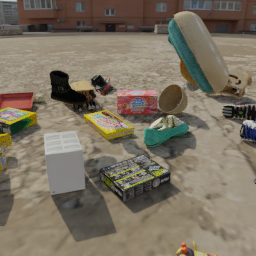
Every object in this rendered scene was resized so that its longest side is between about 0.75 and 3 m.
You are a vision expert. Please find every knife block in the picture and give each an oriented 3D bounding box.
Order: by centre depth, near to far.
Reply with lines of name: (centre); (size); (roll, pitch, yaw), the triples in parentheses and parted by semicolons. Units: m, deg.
knife block: (-2.036, -1.626, 14.037); (2.323, 0.847, 2.646); (12, 26, 24)

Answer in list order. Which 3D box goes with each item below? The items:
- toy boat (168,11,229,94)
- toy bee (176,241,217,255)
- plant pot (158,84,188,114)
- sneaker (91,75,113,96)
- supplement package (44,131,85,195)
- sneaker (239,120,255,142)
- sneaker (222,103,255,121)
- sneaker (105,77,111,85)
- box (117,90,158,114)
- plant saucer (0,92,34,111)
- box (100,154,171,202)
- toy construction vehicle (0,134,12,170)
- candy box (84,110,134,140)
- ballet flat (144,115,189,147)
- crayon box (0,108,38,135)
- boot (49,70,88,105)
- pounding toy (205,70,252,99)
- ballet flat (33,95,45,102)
toy boat: (2.025, -1.834, 8.171); (1.343, 2.430, 2.890); (-29, -21, 20)
toy bee: (1.142, 2.403, 4.981); (1.288, 0.700, 0.843); (-7, 25, -18)
plant pot: (2.190, -1.192, 12.771); (0.911, 1.357, 1.357); (23, 5, -40)
sneaker: (-1.061, -1.684, 10.895); (0.527, 0.729, 1.491); (-40, 28, -8)
supplement package: (-1.763, 0.910, 7.717); (0.944, 1.227, 1.283); (-7, 25, -16)
sneaker: (4.620, 0.278, 9.802); (1.272, 0.890, 2.202); (3, 17, 15)
sneaker: (5.303, -0.778, 12.191); (2.118, 0.802, 1.224); (16, 25, 34)
sneaker: (-1.431, -2.654, 16.733); (0.665, 0.626, 1.623); (-3, 22, 9)
box: (0.422, -1.229, 13.073); (1.848, 0.875, 0.948); (0, 24, 0)
plant saucer: (-5.408, -1.206, 13.484); (1.641, 0.302, 1.645); (-5, 35, -11)
box: (0.187, 1.330, 7.862); (1.594, 0.353, 1.277); (-16, 28, -31)
toy construction vehicle: (-4.844, 1.054, 7.994); (2.547, 1.030, 2.926); (-14, 22, -4)
candy box: (-0.833, -0.177, 11.389); (1.168, 0.302, 2.284); (-16, 28, -27)
ballet flat: (1.477, -0.019, 10.304); (2.370, 0.834, 0.798); (-20, 20, -40)
crayon box: (-4.847, -0.322, 11.488); (1.653, 0.482, 1.426); (11, 25, 24)
boot: (-2.061, -1.402, 9.799); (1.397, 1.045, 0.526); (9, 37, -8)
pounding toy: (5.556, -2.114, 15.382); (2.691, 1.544, 1.539); (-7, 51, 6)
ballet flat: (-4.834, -1.518, 14.383); (1.125, 0.391, 0.391); (-3, 24, -7)
